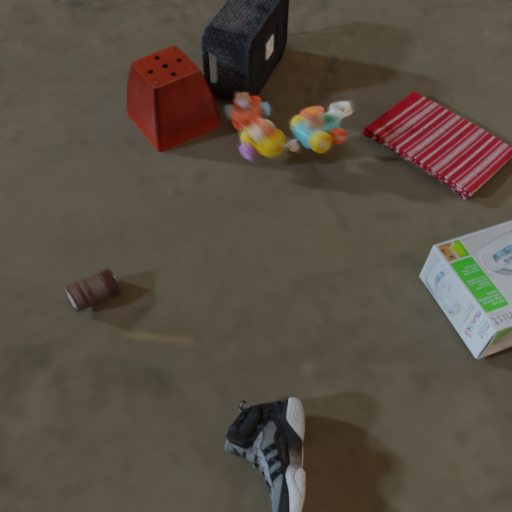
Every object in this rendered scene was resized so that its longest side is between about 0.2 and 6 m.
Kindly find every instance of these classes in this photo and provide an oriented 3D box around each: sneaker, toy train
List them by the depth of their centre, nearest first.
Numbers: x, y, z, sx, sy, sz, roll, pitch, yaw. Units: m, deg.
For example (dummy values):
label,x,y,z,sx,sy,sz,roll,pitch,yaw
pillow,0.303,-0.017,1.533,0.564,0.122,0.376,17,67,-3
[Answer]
label,x,y,z,sx,sy,sz,roll,pitch,yaw
sneaker,0.103,2.854,7.660,1.102,0.731,1.936,2,48,2
toy train,0.528,-2.844,11.249,2.666,0.741,2.003,1,49,15

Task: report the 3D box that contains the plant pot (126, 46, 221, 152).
label,x,y,z,sx,sy,sz,roll,pitch,yaw
plant pot,-1.820,-3.413,11.793,1.574,1.388,1.575,-29,60,-19

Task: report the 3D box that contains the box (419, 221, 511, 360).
label,x,y,z,sx,sy,sz,roll,pitch,yaw
box,4.089,0.488,9.219,2.007,0.970,1.771,-16,54,-13

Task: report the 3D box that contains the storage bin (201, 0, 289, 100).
label,x,y,z,sx,sy,sz,roll,pitch,yaw
storage bin,-0.197,-4.807,12.648,1.131,1.631,2.413,19,56,13

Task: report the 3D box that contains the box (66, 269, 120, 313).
label,x,y,z,sx,sy,sz,roll,pitch,yaw
box,-2.750,0.583,9.454,0.796,0.298,0.399,-25,67,-24

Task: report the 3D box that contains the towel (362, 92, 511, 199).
label,x,y,z,sx,sy,sz,roll,pitch,yaw
towel,3.797,-2.388,11.724,2.686,0.302,1.942,39,61,23
